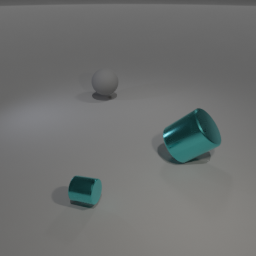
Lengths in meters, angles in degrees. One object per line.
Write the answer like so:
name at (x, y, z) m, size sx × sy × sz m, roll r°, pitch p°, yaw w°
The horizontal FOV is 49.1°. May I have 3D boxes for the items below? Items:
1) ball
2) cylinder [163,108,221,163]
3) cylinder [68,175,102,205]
ball at (-1.199, -2.411, 14.633) m, size 1.400 × 1.400 × 1.400 m, roll 0°, pitch 27°, yaw 0°
cylinder at (2.138, 0.265, 9.397) m, size 1.400 × 1.400 × 1.400 m, roll -34°, pitch 8°, yaw 34°
cylinder at (-1.169, 1.694, 7.690) m, size 0.700 × 0.700 × 0.700 m, roll 5°, pitch 28°, yaw 18°
